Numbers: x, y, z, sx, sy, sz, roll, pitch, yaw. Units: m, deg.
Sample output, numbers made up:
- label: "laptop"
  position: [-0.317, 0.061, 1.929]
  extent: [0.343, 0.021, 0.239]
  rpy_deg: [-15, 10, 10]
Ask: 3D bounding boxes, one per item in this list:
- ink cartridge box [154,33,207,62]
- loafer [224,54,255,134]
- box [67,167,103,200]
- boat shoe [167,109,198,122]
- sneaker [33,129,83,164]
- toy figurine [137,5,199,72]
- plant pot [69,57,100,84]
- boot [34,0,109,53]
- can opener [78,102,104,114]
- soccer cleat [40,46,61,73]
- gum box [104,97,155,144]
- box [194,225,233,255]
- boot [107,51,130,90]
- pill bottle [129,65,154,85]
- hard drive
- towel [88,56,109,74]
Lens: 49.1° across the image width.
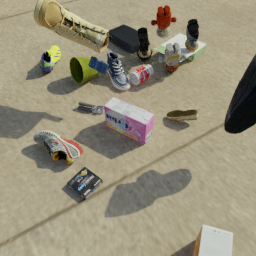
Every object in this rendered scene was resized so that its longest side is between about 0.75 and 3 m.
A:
- label: "ink cartridge box"
  position: [2.663, -3.965, 14.297]
  extent: [1.709, 0.563, 2.349]
  rpy_deg: [34, 56, 27]
- label: "loafer"
  position: [3.790, -1.100, 8.532]
  extent: [1.071, 2.943, 1.064]
  rpy_deg: [13, 37, -14]
- label: "box"
  position: [-1.419, 1.810, 9.256]
  extent: [0.850, 0.213, 0.856]
  rpy_deg: [31, 55, 26]
- label: "boat shoe"
  position: [2.170, -0.446, 11.166]
  extent: [1.259, 0.418, 0.466]
  rpy_deg: [0, 44, 28]
- label: "sneaker"
  position: [-2.594, 0.664, 9.940]
  extent: [1.917, 0.746, 0.788]
  rpy_deg: [20, 52, 18]
- label: "toy figurine"
  position: [1.905, -4.144, 13.415]
  extent: [2.600, 1.837, 2.641]
  rpy_deg: [32, 72, 18]
- label: "plant pot"
  position: [-1.872, -2.756, 12.896]
  extent: [1.172, 1.218, 1.218]
  rpy_deg: [-22, 51, -33]
- label: "boot"
  position: [-1.809, -3.470, 9.693]
  extent: [2.145, 2.760, 1.005]
  rpy_deg: [26, 96, 4]
- label: "can opener"
  position: [-1.508, -0.839, 11.675]
  extent: [1.179, 0.310, 0.392]
  rpy_deg: [12, 14, 9]
- label: "soccer cleat"
  position: [-3.781, -3.545, 13.710]
  extent: [0.666, 0.862, 2.061]
  rpy_deg: [5, 48, 4]
- label: "gum box"
  position: [-0.012, -0.307, 10.578]
  extent: [1.936, 1.098, 0.640]
  rpy_deg: [25, 52, 21]
- label: "box"
  position: [2.089, 3.523, 7.119]
  extent: [0.808, 1.031, 1.657]
  rpy_deg: [13, 49, 11]
- label: "boot"
  position: [-0.511, -2.643, 12.840]
  extent: [0.745, 0.925, 2.048]
  rpy_deg: [-20, 51, -17]
- label: "pill bottle"
  position: [0.639, -2.487, 12.910]
  extent: [1.103, 0.619, 0.619]
  rpy_deg: [-36, 57, -28]
- label: "hard drive"
  position: [-0.020, -4.913, 15.225]
  extent: [1.515, 0.475, 2.246]
  rpy_deg: [-32, 55, -26]
- label: "towel"
  position: [-1.138, -2.436, 10.883]
  extent: [0.809, 0.452, 0.196]
  rpy_deg: [30, 17, 13]
